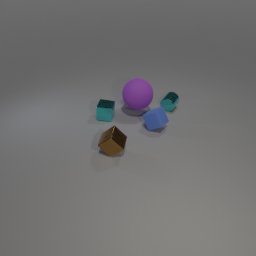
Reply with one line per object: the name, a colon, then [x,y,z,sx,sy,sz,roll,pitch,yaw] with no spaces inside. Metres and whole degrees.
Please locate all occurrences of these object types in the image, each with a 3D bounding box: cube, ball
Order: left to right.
cube: [-0.995,-0.788,12.510,0.700,0.700,0.700,9,37,6]
cube: [-0.555,0.484,10.141,0.700,0.700,0.700,-31,29,32]
ball: [0.438,-1.521,12.568,1.400,1.400,1.400,0,31,0]
cube: [1.159,-0.394,11.705,0.700,0.700,0.700,-14,15,40]

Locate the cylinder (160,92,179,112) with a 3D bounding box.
cylinder: [1.979,-1.251,13.278,0.700,0.700,0.700,17,44,26]
